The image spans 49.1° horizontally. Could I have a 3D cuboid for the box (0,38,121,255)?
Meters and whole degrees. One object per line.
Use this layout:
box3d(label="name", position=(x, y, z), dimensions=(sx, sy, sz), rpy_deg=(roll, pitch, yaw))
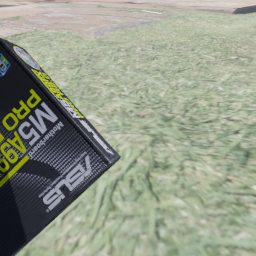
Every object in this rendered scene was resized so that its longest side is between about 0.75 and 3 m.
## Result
box3d(label="box", position=(-1.166, 0.339, 2.498), dimensions=(1.405, 1.753, 0.388), rpy_deg=(49, 10, 7))
